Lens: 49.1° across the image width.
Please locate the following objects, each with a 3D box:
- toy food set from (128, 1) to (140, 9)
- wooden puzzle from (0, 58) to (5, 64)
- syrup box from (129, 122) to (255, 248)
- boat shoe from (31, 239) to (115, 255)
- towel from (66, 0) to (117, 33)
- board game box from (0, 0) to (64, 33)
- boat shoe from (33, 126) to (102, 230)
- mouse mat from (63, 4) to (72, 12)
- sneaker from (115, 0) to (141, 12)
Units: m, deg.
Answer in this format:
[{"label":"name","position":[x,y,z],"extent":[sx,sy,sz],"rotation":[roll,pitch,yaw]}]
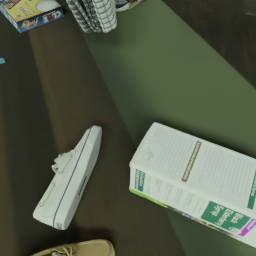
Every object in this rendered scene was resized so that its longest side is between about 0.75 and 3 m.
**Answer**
[{"label":"toy food set","position":[-0.026,-4.856,10.685],"extent":[0.815,0.246,0.585],"rotation":[33,59,23]},{"label":"wooden puzzle","position":[-5.096,-1.384,7.953],"extent":[1.911,0.331,2.833],"rotation":[21,55,16]},{"label":"syrup box","position":[1.578,1.109,5.486],"extent":[2.929,1.153,1.193],"rotation":[22,55,16]},{"label":"boat shoe","position":[-1.150,2.393,4.831],"extent":[1.902,0.631,0.704],"rotation":[-17,54,-13]},{"label":"towel","position":[-1.053,-3.766,6.191],"extent":[1.171,2.266,2.737],"rotation":[-7,72,9]},{"label":"board game box","position":[-3.778,-4.585,10.351],"extent":[1.724,0.440,2.545],"rotation":[-30,59,-21]},{"label":"boat shoe","position":[-1.212,0.891,5.922],"extent":[0.776,0.849,2.360],"rotation":[16,62,6]},{"label":"mouse mat","position":[-1.774,-4.760,10.746],"extent":[1.060,0.050,1.317],"rotation":[14,53,11]},{"label":"sneaker","position":[-0.013,-4.995,10.180],"extent":[1.728,0.984,0.652],"rotation":[-33,64,-14]}]
